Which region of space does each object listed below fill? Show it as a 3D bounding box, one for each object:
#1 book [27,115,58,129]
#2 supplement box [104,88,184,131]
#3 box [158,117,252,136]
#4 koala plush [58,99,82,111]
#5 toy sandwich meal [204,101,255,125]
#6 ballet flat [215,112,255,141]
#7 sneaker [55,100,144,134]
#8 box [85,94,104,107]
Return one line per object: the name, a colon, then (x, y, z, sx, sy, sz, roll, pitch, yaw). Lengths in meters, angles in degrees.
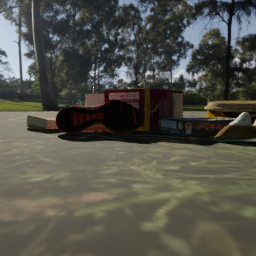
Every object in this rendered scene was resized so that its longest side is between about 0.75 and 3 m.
book: (-2.669, -0.182, 10.048, 1.286, 0.462, 1.924, 2, 2, -38)
supplement box: (0.678, -0.725, 10.424, 1.815, 1.430, 2.772, 3, 5, 36)
box: (2.282, -0.080, 8.515, 2.289, 0.431, 1.563, -1, 5, -19)
koala plush: (-3.108, -0.830, 14.440, 1.285, 1.140, 1.181, 8, 29, 41)
toy sandwich meal: (4.233, -0.461, 10.512, 3.040, 1.041, 3.040, -1, 8, 0)
ballet flat: (2.873, -0.025, 6.257, 1.836, 0.664, 0.623, 0, 4, 4)
sneaker: (-0.848, -0.358, 8.698, 2.630, 0.969, 1.141, -1, 3, -5)
box: (-0.668, -0.864, 12.764, 2.526, 1.343, 1.923, -1, 4, -8)
